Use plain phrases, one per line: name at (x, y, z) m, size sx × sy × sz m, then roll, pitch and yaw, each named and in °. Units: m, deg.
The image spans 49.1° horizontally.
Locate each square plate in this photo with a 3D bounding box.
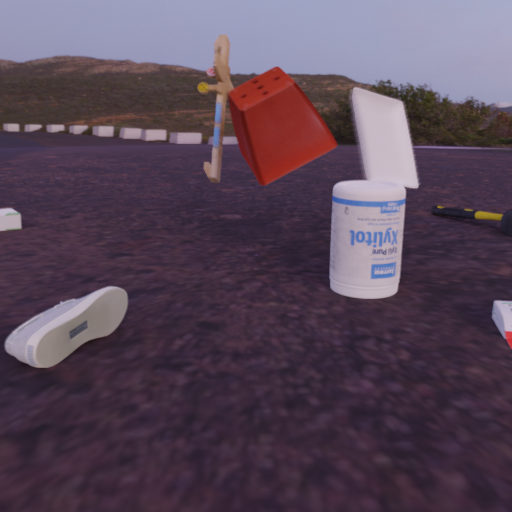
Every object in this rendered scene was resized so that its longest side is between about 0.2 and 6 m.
square plate at (2.624, -2.348, 11.530) m, size 0.281 × 1.956 × 1.974 m, roll -12°, pitch -5°, yaw 42°

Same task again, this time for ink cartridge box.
ink cartridge box at (-6.222, -0.888, 13.711) m, size 0.689 × 0.415 × 0.948 m, roll -9°, pitch 18°, yaw -34°
ink cartridge box at (3.607, 0.896, 7.057) m, size 0.971 × 0.302 × 1.207 m, roll 2°, pitch 13°, yaw 11°

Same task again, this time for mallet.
mallet at (5.520, -0.975, 13.944) m, size 1.083 × 0.677 × 3.289 m, roll -14°, pitch 14°, yaw -31°

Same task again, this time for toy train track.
toy train track at (-1.110, -3.717, 14.116) m, size 0.612 × 3.763 × 2.158 m, roll 2°, pitch -9°, yaw 9°

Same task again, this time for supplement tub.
supplement tub at (1.731, -0.288, 8.798) m, size 1.118 × 1.695 × 1.118 m, roll -1°, pitch 14°, yaw 0°

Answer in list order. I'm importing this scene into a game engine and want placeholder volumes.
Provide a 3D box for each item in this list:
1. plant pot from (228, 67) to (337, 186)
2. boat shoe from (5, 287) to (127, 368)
plant pot at (0.364, -2.819, 11.560) m, size 1.769 × 1.560 × 1.770 m, roll -28°, pitch 36°, yaw 2°
boat shoe at (-2.275, 0.774, 6.840) m, size 0.625 × 0.612 × 1.756 m, roll 11°, pitch 20°, yaw 21°
